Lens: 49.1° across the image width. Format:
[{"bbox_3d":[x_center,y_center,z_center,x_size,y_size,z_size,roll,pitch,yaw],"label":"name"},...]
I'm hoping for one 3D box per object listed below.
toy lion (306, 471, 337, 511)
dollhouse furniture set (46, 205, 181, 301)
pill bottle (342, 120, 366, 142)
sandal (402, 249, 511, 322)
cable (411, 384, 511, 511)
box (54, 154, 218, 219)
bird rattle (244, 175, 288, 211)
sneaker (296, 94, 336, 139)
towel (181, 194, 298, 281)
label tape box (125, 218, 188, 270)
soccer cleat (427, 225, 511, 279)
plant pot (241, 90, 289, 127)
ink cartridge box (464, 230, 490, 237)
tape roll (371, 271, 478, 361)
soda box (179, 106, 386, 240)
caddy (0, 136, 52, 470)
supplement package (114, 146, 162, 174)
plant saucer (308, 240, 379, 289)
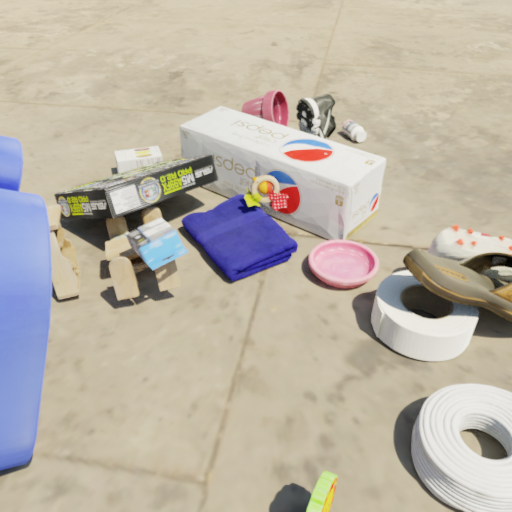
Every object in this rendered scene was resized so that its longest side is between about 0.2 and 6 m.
[{"bbox_3d":[0.634,2.992,6.164,0.382,1.065,1.111,15,40,20],"label":"toy lion"},{"bbox_3d":[-2.614,-0.276,10.026,2.179,1.418,2.001,-13,29,-9],"label":"dollhouse furniture set"},{"bbox_3d":[2.684,-3.382,15.270,0.423,0.423,0.708,-15,40,-19],"label":"pill bottle"},{"bbox_3d":[3.820,0.336,9.032,3.243,0.885,1.325,18,21,-21],"label":"sandal"},{"bbox_3d":[2.941,2.467,7.235,1.790,0.620,1.791,21,42,26],"label":"cable"},{"bbox_3d":[-2.463,-1.438,11.654,2.150,0.594,2.684,2,22,45],"label":"box"},{"bbox_3d":[0.206,-1.262,11.312,0.898,0.732,0.506,2,29,-1],"label":"bird rattle"},{"bbox_3d":[1.406,-2.846,13.063,1.020,2.254,0.749,-30,61,-21],"label":"sneaker"},{"bbox_3d":[-0.353,-0.366,11.209,1.592,0.534,2.156,-24,42,-20],"label":"towel"},{"bbox_3d":[-1.625,-0.221,9.159,0.681,0.299,0.944,-29,37,-21],"label":"label tape box"},{"bbox_3d":[4.019,0.046,9.860,2.177,0.845,0.754,15,51,-15],"label":"soccer cleat"},{"bbox_3d":[0.223,-3.954,15.559,1.049,1.172,1.172,0,34,27],"label":"plant pot"},{"bbox_3d":[4.164,-0.216,11.080,0.817,0.338,0.595,11,38,15],"label":"ink cartridge box"},{"bbox_3d":[2.751,0.955,9.257,1.657,0.580,1.657,2,38,-2],"label":"tape roll"},{"bbox_3d":[0.452,-1.910,12.435,4.533,1.443,1.544,25,43,30],"label":"soda box"},{"bbox_3d":[-4.076,0.638,6.563,2.519,4.798,3.392,-2,33,-33],"label":"caddy"},{"bbox_3d":[-2.828,-2.224,13.571,1.066,0.584,0.606,-11,38,-15],"label":"supplement package"},{"bbox_3d":[1.634,0.187,10.551,1.306,0.331,1.306,0,37,0],"label":"plant saucer"}]
